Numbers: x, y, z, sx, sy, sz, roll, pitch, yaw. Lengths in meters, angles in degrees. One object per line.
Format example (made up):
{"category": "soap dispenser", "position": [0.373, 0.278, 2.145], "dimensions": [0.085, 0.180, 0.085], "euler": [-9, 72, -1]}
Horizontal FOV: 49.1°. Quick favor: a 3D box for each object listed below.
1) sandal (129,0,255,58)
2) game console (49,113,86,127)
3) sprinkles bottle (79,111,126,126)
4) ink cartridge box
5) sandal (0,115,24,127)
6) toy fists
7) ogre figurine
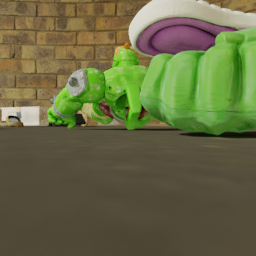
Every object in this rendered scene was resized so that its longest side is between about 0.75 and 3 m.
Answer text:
{"category": "sandal", "position": [1.365, -0.895, 3.613], "dimensions": [2.895, 0.711, 1.178], "euler": [1, -18, -20]}
{"category": "game console", "position": [-2.122, -0.127, 9.727], "dimensions": [1.116, 0.650, 0.982], "euler": [-6, 33, -23]}
{"category": "sprinkles bottle", "position": [-0.783, -0.490, 11.651], "dimensions": [2.408, 0.822, 0.822], "euler": [-1, 1, -31]}
{"category": "ink cartridge box", "position": [-4.263, -0.468, 11.702], "dimensions": [2.294, 0.772, 1.343], "euler": [0, 1, 19]}
{"category": "sandal", "position": [-4.034, -0.249, 9.788], "dimensions": [0.608, 0.409, 1.515], "euler": [-1, 1, -37]}
{"category": "toy fists", "position": [1.580, -0.412, 2.748], "dimensions": [2.904, 0.999, 1.480], "euler": [2, 5, 16]}
{"category": "ogre figurine", "position": [-0.024, -0.606, 5.487], "dimensions": [2.987, 1.466, 1.791], "euler": [15, -19, -6]}
